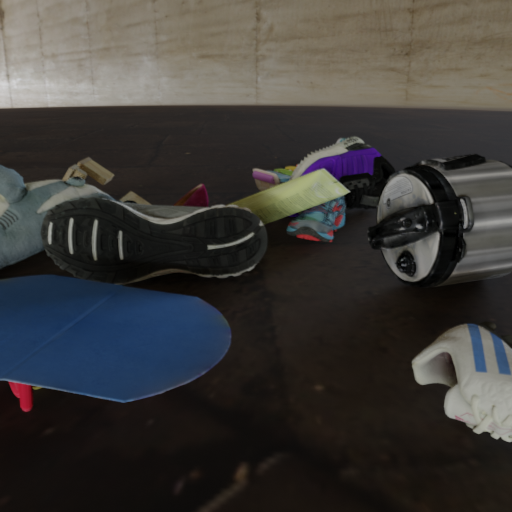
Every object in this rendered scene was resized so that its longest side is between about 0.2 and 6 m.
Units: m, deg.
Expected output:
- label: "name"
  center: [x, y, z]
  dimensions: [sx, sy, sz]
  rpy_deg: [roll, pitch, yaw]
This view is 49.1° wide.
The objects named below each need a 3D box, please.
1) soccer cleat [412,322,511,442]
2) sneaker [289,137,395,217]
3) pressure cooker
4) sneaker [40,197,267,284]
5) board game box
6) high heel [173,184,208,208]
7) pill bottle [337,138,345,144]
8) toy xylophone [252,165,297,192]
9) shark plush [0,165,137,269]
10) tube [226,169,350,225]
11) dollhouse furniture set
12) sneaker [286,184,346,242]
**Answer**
- label: "soccer cleat"
  center: [2.204, 1.305, 4.639]
  dimensions: [0.969, 0.784, 2.245]
  rpy_deg: [-23, 23, -14]
- label: "sneaker"
  center: [1.973, -1.541, 12.187]
  dimensions: [1.642, 1.148, 3.301]
  rpy_deg: [39, 49, 20]
- label: "pressure cooker"
  center: [2.671, -0.451, 7.979]
  dimensions: [2.042, 1.796, 1.824]
  rpy_deg: [-7, 42, -17]
- label: "sneaker"
  center: [-1.538, -0.220, 8.529]
  dimensions: [3.347, 1.237, 1.327]
  rpy_deg: [3, 5, -4]
- label: "board game box"
  center: [-1.874, 0.955, 5.743]
  dimensions: [3.212, 0.625, 2.537]
  rpy_deg: [8, 15, 7]
- label: "high heel"
  center: [-1.701, -0.833, 10.496]
  dimensions: [1.811, 0.869, 0.610]
  rpy_deg: [-10, 22, -28]
- label: "pill bottle"
  center: [3.395, -3.947, 20.217]
  dimensions: [0.951, 0.527, 0.527]
  rpy_deg: [18, 25, 41]
- label: "toy xylophone"
  center: [1.401, -1.828, 13.704]
  dimensions: [2.766, 0.695, 2.025]
  rpy_deg: [-17, 26, -39]
- label: "shark plush"
  center: [-3.090, -0.375, 9.183]
  dimensions: [3.510, 1.595, 1.462]
  rpy_deg: [1, 58, -32]
- label: "tube"
  center: [0.435, -0.953, 9.844]
  dimensions: [2.294, 0.596, 0.666]
  rpy_deg: [-17, 11, 34]
- label: "dollhouse furniture set"
  center: [-3.271, -0.832, 11.393]
  dimensions: [1.701, 1.386, 1.618]
  rpy_deg: [34, 17, -9]
- label: "sneaker"
  center: [1.132, -0.903, 10.289]
  dimensions: [0.847, 1.020, 2.135]
  rpy_deg: [10, 19, 16]
